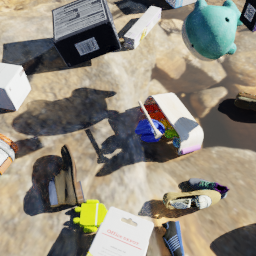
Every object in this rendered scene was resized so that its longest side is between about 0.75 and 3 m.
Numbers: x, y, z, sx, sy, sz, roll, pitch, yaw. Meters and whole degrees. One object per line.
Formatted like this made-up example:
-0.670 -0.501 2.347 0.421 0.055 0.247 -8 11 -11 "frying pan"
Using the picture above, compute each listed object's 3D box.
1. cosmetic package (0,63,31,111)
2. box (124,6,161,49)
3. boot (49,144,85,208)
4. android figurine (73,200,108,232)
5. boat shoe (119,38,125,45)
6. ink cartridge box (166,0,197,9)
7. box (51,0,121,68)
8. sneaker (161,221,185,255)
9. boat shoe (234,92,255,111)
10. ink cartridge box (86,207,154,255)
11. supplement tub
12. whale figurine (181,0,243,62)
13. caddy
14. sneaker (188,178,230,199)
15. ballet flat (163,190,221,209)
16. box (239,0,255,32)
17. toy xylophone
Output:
-4.679 -1.567 10.383 1.479 1.221 1.219 12 54 9 "cosmetic package"
0.722 -4.791 13.248 0.601 0.561 2.899 22 56 16 "box"
-2.005 1.413 8.426 0.984 0.758 2.030 -15 56 -14 "boot"
-1.012 2.477 7.954 1.027 0.211 0.935 -2 53 0 "android figurine"
-0.737 -3.795 12.433 1.173 0.422 0.399 -19 77 -3 "boat shoe"
3.160 -7.594 14.809 2.330 1.459 1.498 -21 56 -15 "ink cartridge box"
-1.791 -4.210 11.906 2.461 1.517 2.441 -18 54 7 "box"
1.188 3.107 7.363 0.514 0.463 1.320 -7 49 5 "sneaker"
4.846 -0.934 10.292 1.696 0.610 0.576 22 57 16 "boat shoe"
-0.325 3.307 6.959 1.318 0.777 2.289 18 55 13 "ink cartridge box"
-4.238 1.076 8.465 1.091 1.091 1.781 20 55 15 "supplement tub"
2.914 -3.283 8.846 2.616 1.357 2.081 -39 96 -25 "whale figurine"
0.740 0.049 9.343 1.051 0.743 0.551 -6 44 51 "caddy"
2.406 1.689 8.357 1.184 0.518 0.441 17 55 12 "sneaker"
1.835 2.115 7.985 1.674 0.574 0.528 -4 17 5 "ballet flat"
3.520 -3.074 7.044 1.123 0.831 0.586 -25 63 -9 "box"
1.345 -0.291 9.550 1.942 0.667 2.653 -4 49 -23 "toy xylophone"
